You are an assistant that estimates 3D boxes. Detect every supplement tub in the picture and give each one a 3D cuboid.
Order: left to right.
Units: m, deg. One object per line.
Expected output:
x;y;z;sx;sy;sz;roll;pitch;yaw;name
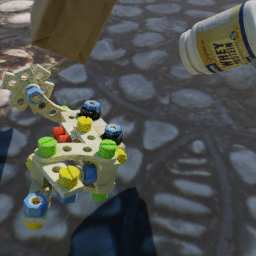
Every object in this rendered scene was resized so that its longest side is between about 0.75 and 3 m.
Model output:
2.231;-1.992;6.506;1.788;1.291;1.291;-10;33;43;supplement tub

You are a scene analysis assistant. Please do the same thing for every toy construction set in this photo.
-1.071;0.145;4.600;1.834;1.288;2.797;-9;50;-30;toy construction set

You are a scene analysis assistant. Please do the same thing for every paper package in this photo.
-1.426;-3.325;7.098;1.391;2.562;2.688;18;26;-29;paper package
